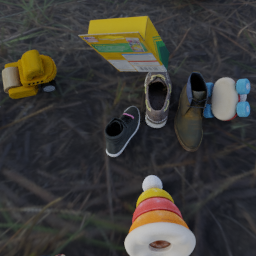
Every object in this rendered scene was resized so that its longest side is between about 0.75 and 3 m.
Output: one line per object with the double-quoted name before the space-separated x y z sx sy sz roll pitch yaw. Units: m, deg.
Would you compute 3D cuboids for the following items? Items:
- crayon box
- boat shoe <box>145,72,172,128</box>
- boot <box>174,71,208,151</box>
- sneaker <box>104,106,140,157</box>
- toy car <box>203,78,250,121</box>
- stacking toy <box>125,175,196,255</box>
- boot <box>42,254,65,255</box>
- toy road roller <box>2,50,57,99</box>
"crayon box" 0.030 -2.251 7.589 1.601 2.547 0.657 5 84 22
"boat shoe" 0.917 -1.168 8.507 0.860 0.713 2.394 6 56 4
"boot" 1.772 -0.525 7.844 0.837 1.086 2.240 4 56 2
"sneaker" -0.106 -0.119 7.706 0.619 0.869 1.751 19 57 15
"toy car" 3.063 -0.813 8.204 1.249 1.355 1.198 0 90 45
"stacking toy" 0.661 1.867 6.330 1.436 1.436 1.966 1 38 0
"boot" -1.244 3.489 5.204 2.798 1.024 2.107 -12 57 -1
"toy road roller" -3.013 -1.681 8.424 1.689 1.233 1.038 -14 74 -6
